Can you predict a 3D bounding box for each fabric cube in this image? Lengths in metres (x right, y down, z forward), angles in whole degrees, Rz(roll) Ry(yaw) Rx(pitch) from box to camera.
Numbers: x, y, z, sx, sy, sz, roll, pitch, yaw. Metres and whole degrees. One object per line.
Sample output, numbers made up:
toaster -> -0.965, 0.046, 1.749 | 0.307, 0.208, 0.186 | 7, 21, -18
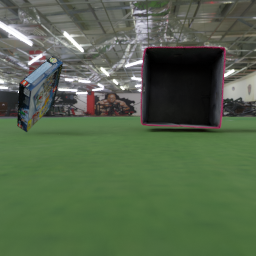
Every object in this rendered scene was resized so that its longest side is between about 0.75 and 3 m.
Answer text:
fabric cube -> 1.397, -0.994, 7.515 | 1.960, 1.923, 1.954 | 3, 3, 8

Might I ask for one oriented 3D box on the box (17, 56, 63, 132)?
box -> -1.926, -0.699, 6.054 | 0.287, 1.039, 1.522 | 33, -39, 0
